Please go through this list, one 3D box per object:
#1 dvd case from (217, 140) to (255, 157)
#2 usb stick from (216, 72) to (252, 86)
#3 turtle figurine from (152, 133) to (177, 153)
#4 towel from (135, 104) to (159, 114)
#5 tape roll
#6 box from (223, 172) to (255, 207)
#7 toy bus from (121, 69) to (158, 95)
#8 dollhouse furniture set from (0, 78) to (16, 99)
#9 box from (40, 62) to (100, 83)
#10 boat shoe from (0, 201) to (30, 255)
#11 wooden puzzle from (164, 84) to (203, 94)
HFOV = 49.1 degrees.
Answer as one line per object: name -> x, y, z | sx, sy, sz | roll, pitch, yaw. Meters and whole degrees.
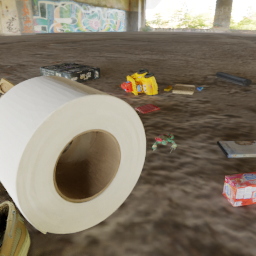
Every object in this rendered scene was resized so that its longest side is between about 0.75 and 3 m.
dvd case -> 3.146, 0.559, 7.682 | 1.180, 0.104, 0.842 | -1, 24, -2
usb stick -> 5.513, -2.610, 14.718 | 0.600, 0.353, 2.163 | -10, 25, -22
turtle figurine -> 1.028, 0.372, 7.756 | 0.657, 0.442, 0.878 | 5, 18, 11
towel -> 0.743, -0.734, 10.708 | 0.780, 0.088, 0.564 | -17, 31, -31
tape roll -> -1.109, 0.383, 5.117 | 2.456, 2.456, 1.686 | -17, 29, -34
box -> 2.478, 1.218, 5.683 | 0.948, 0.472, 0.452 | -5, 24, -10
toy bus -> 0.467, -1.915, 12.503 | 1.397, 0.987, 1.455 | -21, 31, -13
dollhouse furniture set -> -5.168, -1.172, 9.919 | 1.608, 1.529, 1.310 | 33, 19, -14
box -> -3.187, -3.067, 15.476 | 2.656, 0.578, 2.128 | 18, 29, 36
boat shoe -> -1.970, 1.912, 3.422 | 0.925, 0.982, 2.580 | -1, 23, -3
wooden puzzle -> 2.596, -1.789, 13.066 | 1.632, 0.191, 1.101 | 10, 30, 22
